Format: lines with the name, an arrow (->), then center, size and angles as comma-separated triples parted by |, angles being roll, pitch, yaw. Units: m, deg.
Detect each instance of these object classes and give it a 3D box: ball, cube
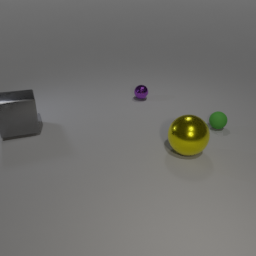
ball -> 0.654, -1.775, 13.786 | 0.700, 0.700, 0.700 | 0, 29, 0
ball -> 2.052, 0.240, 9.504 | 1.400, 1.400, 1.400 | 0, 29, 0
cube -> -4.291, -0.592, 10.893 | 1.400, 1.400, 1.400 | -9, 25, -18
ball -> 3.598, -0.311, 11.174 | 0.700, 0.700, 0.700 | 0, 29, 0
